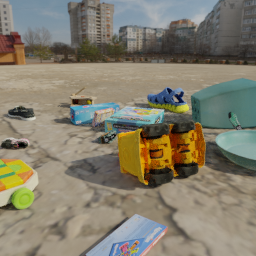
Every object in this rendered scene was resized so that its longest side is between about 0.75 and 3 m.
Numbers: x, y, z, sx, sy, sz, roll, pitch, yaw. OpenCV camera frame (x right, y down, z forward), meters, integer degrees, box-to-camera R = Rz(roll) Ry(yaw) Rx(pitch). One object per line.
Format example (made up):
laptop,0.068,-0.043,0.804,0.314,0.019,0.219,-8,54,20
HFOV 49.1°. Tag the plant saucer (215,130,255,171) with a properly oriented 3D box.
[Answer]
plant saucer,4.127,0.714,8.532,2.869,0.516,2.869,-1,17,0

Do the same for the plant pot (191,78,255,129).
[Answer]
plant pot,4.143,-0.979,12.094,2.581,1.823,1.824,-9,18,-3

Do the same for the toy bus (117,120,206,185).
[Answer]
toy bus,0.731,0.599,7.777,2.179,1.479,2.092,-8,2,-31

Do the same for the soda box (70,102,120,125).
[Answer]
soda box,-1.496,-0.685,12.829,2.170,0.696,0.736,-8,18,-26

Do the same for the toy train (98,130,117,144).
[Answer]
toy train,-0.725,0.324,10.160,0.481,0.360,0.844,-4,15,22

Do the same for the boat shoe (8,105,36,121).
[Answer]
boat shoe,-5.095,-0.796,13.388,1.931,0.582,0.730,11,20,31

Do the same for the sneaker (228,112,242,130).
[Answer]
sneaker,3.984,-0.247,10.623,0.300,0.805,0.353,-28,5,-1

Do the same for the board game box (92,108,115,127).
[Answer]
board game box,-1.057,-0.450,12.005,0.930,0.705,0.215,-14,45,-40

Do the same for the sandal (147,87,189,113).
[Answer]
sandal,2.146,-1.652,15.189,1.117,1.223,2.809,-16,21,-38

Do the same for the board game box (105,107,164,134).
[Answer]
board game box,0.357,-0.332,11.877,1.850,0.575,2.451,6,18,19

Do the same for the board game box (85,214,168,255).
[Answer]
board game box,0.020,2.007,4.899,0.744,0.140,1.444,11,20,35

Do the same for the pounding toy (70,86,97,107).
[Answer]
pounding toy,-2.610,-1.715,15.517,1.929,1.106,1.103,10,15,31

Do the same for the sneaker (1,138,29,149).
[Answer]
sneaker,-3.793,0.537,9.400,0.902,0.362,0.389,-6,19,-17

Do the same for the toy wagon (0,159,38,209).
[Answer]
toy wagon,-3.471,1.400,6.206,2.745,0.543,2.129,-14,21,-39
